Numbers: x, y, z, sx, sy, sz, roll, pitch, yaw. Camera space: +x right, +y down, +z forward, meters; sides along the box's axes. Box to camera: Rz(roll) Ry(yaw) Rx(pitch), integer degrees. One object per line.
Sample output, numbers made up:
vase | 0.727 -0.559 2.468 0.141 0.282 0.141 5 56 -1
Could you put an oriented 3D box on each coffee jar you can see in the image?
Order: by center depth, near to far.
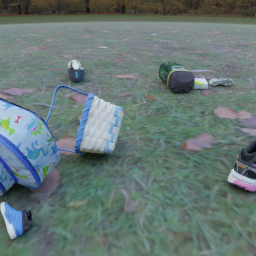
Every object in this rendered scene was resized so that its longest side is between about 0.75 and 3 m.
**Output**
coffee jar | 2.379 -2.527 13.834 1.260 1.031 2.416 0 25 -8

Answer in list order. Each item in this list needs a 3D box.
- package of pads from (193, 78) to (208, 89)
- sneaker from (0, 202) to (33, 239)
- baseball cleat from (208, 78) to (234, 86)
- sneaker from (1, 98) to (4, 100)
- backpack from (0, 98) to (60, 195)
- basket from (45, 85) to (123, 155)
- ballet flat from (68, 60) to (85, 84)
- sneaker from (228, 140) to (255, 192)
package of pads | 3.531 -2.210 13.990 0.776 0.342 1.004 1 27 5
sneaker | -2.243 1.785 5.699 0.512 0.353 0.920 -21 36 -26
baseball cleat | 4.727 -2.391 14.275 1.204 0.420 0.641 0 26 -2
sneaker | -5.888 -1.147 11.593 1.543 0.513 0.698 -6 29 -7
backpack | -2.909 0.494 6.517 2.339 2.140 1.719 15 51 24
basket | -1.273 -0.098 7.890 2.075 1.830 1.444 18 -9 -7
ballet flat | -2.856 -3.233 15.432 0.987 0.987 2.702 -6 26 -11
sneaker | 3.553 0.719 7.052 2.455 1.060 0.986 -18 32 -40
